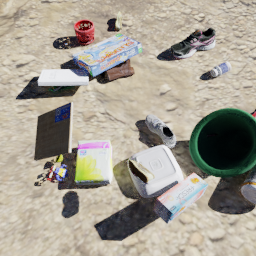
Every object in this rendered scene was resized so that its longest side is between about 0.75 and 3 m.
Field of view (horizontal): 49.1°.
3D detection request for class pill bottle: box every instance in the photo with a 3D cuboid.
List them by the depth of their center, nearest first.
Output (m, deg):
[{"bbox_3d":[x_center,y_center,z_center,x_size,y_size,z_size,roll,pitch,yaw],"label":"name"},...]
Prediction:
[{"bbox_3d":[4.724,1.698,9.683,1.039,1.039,1.786,30,62,18],"label":"pill bottle"},{"bbox_3d":[4.258,-2.682,12.895,0.884,0.490,0.490,-27,61,-17],"label":"pill bottle"}]

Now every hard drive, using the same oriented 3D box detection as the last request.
[{"bbox_3d":[-2.792,-2.240,12.368,2.077,0.273,1.370,-1,33,-6],"label":"hard drive"}]

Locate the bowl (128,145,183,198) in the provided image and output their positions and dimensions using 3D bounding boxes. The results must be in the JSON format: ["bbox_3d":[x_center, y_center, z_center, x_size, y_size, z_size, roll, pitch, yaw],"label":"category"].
[{"bbox_3d":[0.989,1.464,10.070,1.778,0.665,1.781,-18,60,-11],"label":"bowl"}]

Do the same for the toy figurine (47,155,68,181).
[{"bbox_3d":[-2.464,1.555,10.242,0.643,0.566,1.074,28,59,-16],"label":"toy figurine"}]

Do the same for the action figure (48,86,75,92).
[{"bbox_3d":[-2.998,-1.870,12.461,1.150,0.314,0.679,-25,48,-20],"label":"action figure"}]

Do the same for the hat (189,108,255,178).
[{"bbox_3d":[4.142,0.648,10.857,2.960,2.605,2.451,-33,64,20],"label":"hat"}]

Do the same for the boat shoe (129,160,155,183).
[{"bbox_3d":[0.386,1.302,8.567,0.337,0.394,1.076,-15,34,-29],"label":"boat shoe"}]

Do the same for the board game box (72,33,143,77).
[{"bbox_3d":[-0.959,-3.480,13.095,2.757,0.475,1.866,-32,45,-20],"label":"board game box"}]

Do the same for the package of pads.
[{"bbox_3d":[-1.212,1.248,10.257,1.294,0.571,1.674,-2,57,1],"label":"package of pads"}]

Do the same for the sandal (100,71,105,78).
[{"bbox_3d":[-1.111,-2.810,13.059,0.398,0.239,1.060,0,68,-6],"label":"sandal"}]

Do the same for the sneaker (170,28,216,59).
[{"bbox_3d":[3.161,-4.259,13.592,2.471,1.067,0.993,-24,58,-14],"label":"sneaker"}]

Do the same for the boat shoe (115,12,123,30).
[{"bbox_3d":[-0.436,-5.713,14.951,0.381,0.441,1.210,10,58,-5],"label":"boat shoe"}]

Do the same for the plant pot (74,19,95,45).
[{"bbox_3d":[-2.153,-4.769,14.019,0.998,0.909,0.998,0,57,0],"label":"plant pot"}]

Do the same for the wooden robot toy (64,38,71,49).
[{"bbox_3d":[-3.059,-4.361,14.085,0.343,0.353,0.778,-11,57,-8],"label":"wooden robot toy"}]

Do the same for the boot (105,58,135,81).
[{"bbox_3d":[-0.520,-2.810,13.008,1.376,0.442,1.283,-17,59,-10],"label":"boot"}]

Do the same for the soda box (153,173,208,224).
[{"bbox_3d":[1.695,2.180,8.870,1.912,0.608,0.654,-24,50,-37],"label":"soda box"}]

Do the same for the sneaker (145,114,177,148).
[{"bbox_3d":[1.348,-0.025,11.017,0.630,0.691,1.686,-34,63,-20],"label":"sneaker"}]

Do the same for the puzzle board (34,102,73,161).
[{"bbox_3d":[-2.316,0.157,8.727,2.027,0.176,1.527,-15,69,42],"label":"puzzle board"}]
